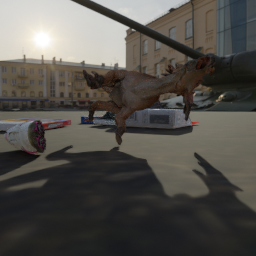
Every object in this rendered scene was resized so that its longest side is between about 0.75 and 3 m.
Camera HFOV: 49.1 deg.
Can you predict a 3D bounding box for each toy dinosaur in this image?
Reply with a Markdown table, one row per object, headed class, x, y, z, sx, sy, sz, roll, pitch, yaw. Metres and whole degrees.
| class | x | y | z | sx | sy | sz | roll | pitch | yaw |
| --- | --- | --- | --- | --- | --- | --- | --- | --- | --- |
| toy dinosaur | 0.251 | -0.696 | 5.440 | 1.896 | 1.201 | 2.797 | -17 | 19 | -22 |

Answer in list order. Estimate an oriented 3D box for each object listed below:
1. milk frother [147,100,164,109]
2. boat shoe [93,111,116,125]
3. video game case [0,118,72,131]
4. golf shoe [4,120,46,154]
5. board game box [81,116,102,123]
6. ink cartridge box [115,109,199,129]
| class | x | y | z | sx | sy | sz | roll | pitch | yaw |
| --- | --- | --- | --- | --- | --- | --- | --- | --- | --- |
| milk frother | 0.712 | -1.294 | 12.995 | 1.620 | 1.795 | 1.688 | -30 | 22 | -36 |
| boat shoe | -0.623 | -0.387 | 10.125 | 0.565 | 0.556 | 1.568 | 4 | 6 | 43 |
| video game case | -3.009 | -0.122 | 8.540 | 1.734 | 0.212 | 2.426 | 2 | 6 | 12 |
| golf shoe | -1.415 | 0.153 | 3.845 | 0.557 | 0.439 | 1.209 | -6 | -3 | -17 |
| board game box | -1.077 | -0.366 | 11.770 | 1.598 | 0.275 | 1.082 | 0 | 4 | 3 |
| ink cartridge box | 1.122 | -0.392 | 9.764 | 2.110 | 0.623 | 2.636 | 2 | 6 | 31 |
